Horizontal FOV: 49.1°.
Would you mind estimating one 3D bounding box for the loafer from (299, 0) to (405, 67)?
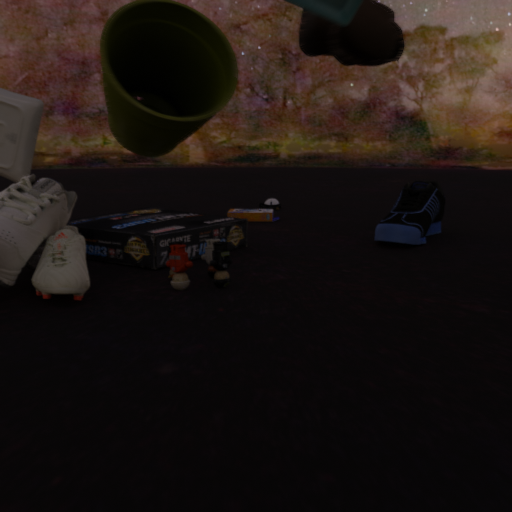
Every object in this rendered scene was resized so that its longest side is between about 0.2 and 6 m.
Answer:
[{"bbox_3d":[1.689,-3.777,9.034,1.245,1.281,3.507,14,19,22],"label":"loafer"}]

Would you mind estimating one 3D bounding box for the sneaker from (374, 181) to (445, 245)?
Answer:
[{"bbox_3d":[3.396,-0.994,12.255,1.106,1.228,3.153,7,13,28],"label":"sneaker"}]

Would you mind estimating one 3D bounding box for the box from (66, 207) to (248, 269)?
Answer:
[{"bbox_3d":[-2.044,-0.419,10.893,2.759,0.691,2.780,6,13,33],"label":"box"}]

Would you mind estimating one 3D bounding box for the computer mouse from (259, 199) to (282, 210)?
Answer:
[{"bbox_3d":[0.478,-1.674,18.046,0.717,0.287,1.307,0,11,4],"label":"computer mouse"}]

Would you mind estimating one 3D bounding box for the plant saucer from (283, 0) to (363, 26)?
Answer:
[{"bbox_3d":[0.103,-3.153,5.590,2.534,0.886,0.240,11,45,-26],"label":"plant saucer"}]

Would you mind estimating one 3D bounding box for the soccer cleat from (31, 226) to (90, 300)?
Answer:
[{"bbox_3d":[-2.725,0.060,7.887,0.739,0.828,2.134,5,9,-19],"label":"soccer cleat"}]

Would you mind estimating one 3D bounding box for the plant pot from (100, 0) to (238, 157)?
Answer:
[{"bbox_3d":[-1.826,-3.017,10.431,2.363,2.363,2.276,-5,-14,-24],"label":"plant pot"}]

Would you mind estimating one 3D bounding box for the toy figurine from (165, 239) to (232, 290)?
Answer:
[{"bbox_3d":[-0.865,0.126,8.318,0.967,0.673,0.952,-5,7,-15],"label":"toy figurine"}]

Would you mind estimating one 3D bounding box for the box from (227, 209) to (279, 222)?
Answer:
[{"bbox_3d":[-0.067,-1.114,15.302,1.380,0.286,0.822,-1,11,3],"label":"box"}]

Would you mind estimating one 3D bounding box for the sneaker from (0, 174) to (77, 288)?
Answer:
[{"bbox_3d":[-3.503,-0.526,8.048,1.268,1.482,3.402,34,3,-11],"label":"sneaker"}]

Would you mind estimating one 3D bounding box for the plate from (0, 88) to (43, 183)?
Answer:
[{"bbox_3d":[-5.068,-2.431,11.101,1.711,1.707,0.277,21,11,21],"label":"plate"}]
